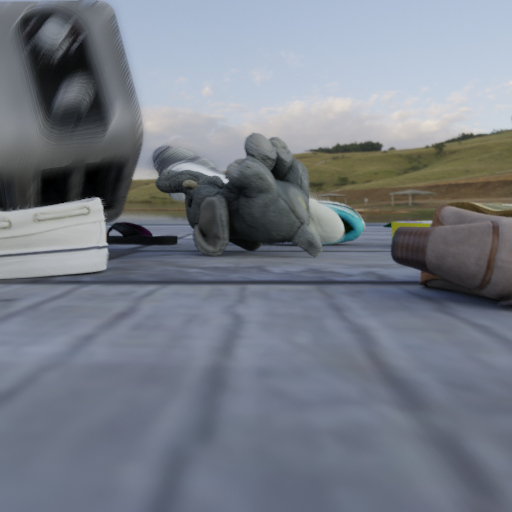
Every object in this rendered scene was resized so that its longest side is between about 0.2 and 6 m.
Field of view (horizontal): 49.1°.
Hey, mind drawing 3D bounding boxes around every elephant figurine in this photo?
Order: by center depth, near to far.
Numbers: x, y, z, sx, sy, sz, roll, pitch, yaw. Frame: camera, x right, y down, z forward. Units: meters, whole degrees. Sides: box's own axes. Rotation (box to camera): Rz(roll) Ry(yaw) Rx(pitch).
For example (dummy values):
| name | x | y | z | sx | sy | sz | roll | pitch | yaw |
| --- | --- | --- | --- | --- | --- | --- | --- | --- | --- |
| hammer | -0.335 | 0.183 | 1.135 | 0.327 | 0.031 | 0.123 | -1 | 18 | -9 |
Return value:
| name | x | y | z | sx | sy | sz | roll | pitch | yaw |
| --- | --- | --- | --- | --- | --- | --- | --- | --- | --- |
| elephant figurine | -0.399 | -0.727 | 8.948 | 2.444 | 1.896 | 1.729 | -27 | -48 | 34 |

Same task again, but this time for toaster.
| name | x | y | z | sx | sy | sz | roll | pitch | yaw |
| --- | --- | --- | --- | --- | --- | --- | --- | --- | --- |
| toaster | -3.623 | -1.663 | 7.990 | 3.277 | 2.151 | 3.625 | -13 | -15 | -25 |

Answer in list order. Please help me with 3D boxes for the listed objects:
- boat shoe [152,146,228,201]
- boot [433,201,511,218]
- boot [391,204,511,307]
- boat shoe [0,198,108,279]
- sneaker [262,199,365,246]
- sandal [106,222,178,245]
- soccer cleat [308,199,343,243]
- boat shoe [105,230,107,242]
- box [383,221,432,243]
| name | x | y | z | sx | sy | sz | roll | pitch | yaw |
| --- | --- | --- | --- | --- | --- | --- | --- | --- | --- |
| boat shoe | -1.188 | -1.514 | 11.189 | 0.992 | 0.938 | 2.766 | -40 | -18 | 15 |
| boot | 5.851 | -0.816 | 13.477 | 2.636 | 0.959 | 2.049 | 5 | 7 | 41 |
| boot | 2.022 | 0.031 | 4.329 | 1.508 | 0.725 | 2.063 | 10 | 10 | 32 |
| boat shoe | -2.809 | -0.231 | 5.428 | 2.813 | 0.924 | 1.012 | -2 | 5 | -32 |
| sneaker | 0.750 | -0.735 | 11.698 | 3.055 | 1.184 | 1.217 | 0 | 13 | -1 |
| sandal | -2.659 | -0.498 | 12.312 | 2.045 | 0.489 | 0.769 | 1 | 4 | 18 |
| soccer cleat | 0.563 | -0.814 | 9.450 | 1.958 | 0.679 | 0.760 | 32 | -2 | 22 |
| boat shoe | -3.748 | -0.469 | 11.453 | 1.537 | 0.563 | 0.498 | 2 | 0 | 30 |
| box | 3.688 | -0.412 | 10.826 | 1.364 | 0.562 | 2.325 | -3 | 8 | -29 |
